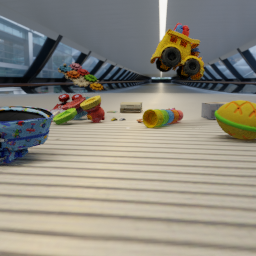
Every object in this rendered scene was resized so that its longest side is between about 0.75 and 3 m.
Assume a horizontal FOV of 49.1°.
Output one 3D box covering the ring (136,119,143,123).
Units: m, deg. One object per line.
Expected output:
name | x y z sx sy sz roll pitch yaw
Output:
ring | 1.022 -0.330 13.381 1.248 0.120 1.248 -1 9 0

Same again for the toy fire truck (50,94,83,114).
toy fire truck | -3.315 -1.098 15.868 1.948 1.092 1.636 1 33 12

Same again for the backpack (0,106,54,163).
backpack | -2.850 0.096 6.954 1.952 1.313 1.782 -2 9 -8

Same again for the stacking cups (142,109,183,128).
stacking cups | 1.724 -0.541 12.528 0.810 0.810 2.678 7 11 38

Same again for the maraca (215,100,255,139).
maraca | 4.070 -0.211 9.280 2.358 1.261 1.617 16 28 17

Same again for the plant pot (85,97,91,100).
plant pot | -2.276 -1.339 17.193 1.018 1.018 0.997 -6 19 -34

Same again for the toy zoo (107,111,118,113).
toy zoo | -0.978 -1.036 17.825 0.499 0.078 0.760 3 10 21

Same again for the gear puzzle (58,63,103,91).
gear puzzle | -2.317 -2.623 14.269 2.745 0.359 1.422 38 41 27

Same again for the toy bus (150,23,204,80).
toy bus | 2.356 -3.345 12.071 2.251 2.161 1.527 22 -3 -5

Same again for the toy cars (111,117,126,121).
toy cars | -0.476 -0.455 13.939 0.799 0.177 0.358 -2 10 -12

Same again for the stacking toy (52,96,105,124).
stacking toy | -2.491 -0.547 13.623 2.390 1.115 2.641 -34 22 -25

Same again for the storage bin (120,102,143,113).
storage bin | 0.235 -1.299 17.775 1.345 0.630 1.335 2 10 8

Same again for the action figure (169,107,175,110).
action figure | 2.814 -1.169 18.006 0.428 0.338 1.308 2 6 26

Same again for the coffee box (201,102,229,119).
coffee box | 5.085 -0.925 14.753 2.098 0.836 1.200 -1 9 -6
